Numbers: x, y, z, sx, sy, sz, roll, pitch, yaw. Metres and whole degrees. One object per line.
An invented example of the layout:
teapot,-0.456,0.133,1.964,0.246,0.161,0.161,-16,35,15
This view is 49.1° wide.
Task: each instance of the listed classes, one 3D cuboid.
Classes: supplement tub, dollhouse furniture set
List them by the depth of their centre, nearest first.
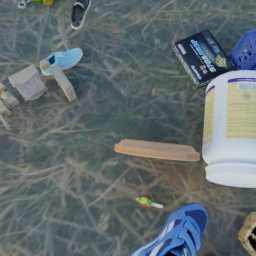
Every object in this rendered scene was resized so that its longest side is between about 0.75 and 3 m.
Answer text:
supplement tub,3.276,0.088,8.121,2.137,2.137,2.940,8,71,3
dollhouse furniture set,-3.084,-1.063,9.014,2.467,1.279,1.092,-32,71,-11

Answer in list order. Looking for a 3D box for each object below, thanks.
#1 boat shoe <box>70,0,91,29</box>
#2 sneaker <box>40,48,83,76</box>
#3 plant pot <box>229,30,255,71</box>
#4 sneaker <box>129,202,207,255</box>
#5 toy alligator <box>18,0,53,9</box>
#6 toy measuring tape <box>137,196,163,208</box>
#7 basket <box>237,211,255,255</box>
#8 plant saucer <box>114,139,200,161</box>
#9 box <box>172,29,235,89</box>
boat shoe,-1.286,-3.274,7.527,0.425,0.383,1.182,16,90,-4
sneaker,-2.325,-2.417,9.820,1.610,0.660,0.595,-35,75,-11
plant pot,4.553,-2.307,9.332,1.587,1.587,1.427,-9,76,-4
sneaker,1.259,2.893,6.879,2.798,1.151,1.035,-34,97,-35
toy alligator,-3.262,-5.206,10.896,2.208,0.531,0.732,-24,71,-9
toy measuring tape,0.657,2.226,8.339,0.825,0.303,0.303,16,71,6
basket,3.946,3.125,7.513,1.647,1.227,1.175,38,74,12
plant saucer,0.803,0.582,7.820,2.352,2.352,0.380,6,88,2
box,2.658,-2.485,9.964,1.465,0.424,1.843,-23,72,-8
